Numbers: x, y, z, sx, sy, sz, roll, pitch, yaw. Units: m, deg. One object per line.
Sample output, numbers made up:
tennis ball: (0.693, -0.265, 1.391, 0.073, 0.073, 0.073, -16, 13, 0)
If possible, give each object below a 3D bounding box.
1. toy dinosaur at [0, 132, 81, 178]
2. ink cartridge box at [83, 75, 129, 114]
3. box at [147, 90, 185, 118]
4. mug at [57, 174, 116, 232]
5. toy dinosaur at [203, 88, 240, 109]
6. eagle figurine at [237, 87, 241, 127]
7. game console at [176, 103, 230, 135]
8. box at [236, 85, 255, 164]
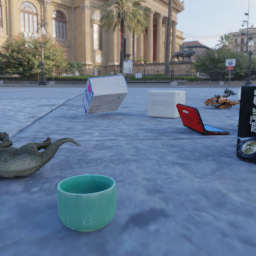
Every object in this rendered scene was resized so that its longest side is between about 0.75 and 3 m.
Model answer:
toy dinosaur: (-1.819, 0.518, 4.600, 2.022, 0.778, 1.034, 6, 23, -6)
ink cartridge box: (-1.011, -1.243, 11.412, 1.459, 0.816, 2.139, -8, -19, -20)
box: (1.623, -1.030, 11.717, 1.256, 1.081, 1.262, 6, 10, 29)
mug: (-0.414, 0.811, 3.086, 0.621, 0.467, 0.756, 3, 9, 23)
toy dinosaur: (5.055, -1.329, 14.750, 1.401, 1.054, 2.064, -25, 42, -34)
eagle figurine: (4.244, -0.578, 8.360, 1.398, 1.406, 1.853, -1, 9, -12)
game console: (2.192, -0.290, 8.344, 0.808, 1.173, 1.361, -27, 16, -8)
box: (3.038, -0.127, 5.561, 1.776, 1.454, 0.765, -7, 13, -33)
